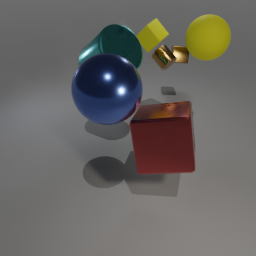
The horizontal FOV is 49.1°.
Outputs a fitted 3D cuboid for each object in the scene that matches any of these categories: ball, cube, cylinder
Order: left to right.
[{"bbox_3d":[-0.409,-0.757,5.535,1.400,1.400,1.400,0,32,0],"label":"ball"},{"bbox_3d":[-0.523,-2.028,8.097,1.400,1.400,1.400,-25,4,-34],"label":"cylinder"},{"bbox_3d":[0.829,-3.186,9.663,0.700,0.700,0.700,-31,13,50],"label":"cube"},{"bbox_3d":[1.382,-2.691,10.726,0.700,0.700,0.700,-32,79,-41],"label":"cylinder"},{"bbox_3d":[0.937,0.214,7.081,1.400,1.400,1.400,-4,19,15],"label":"cube"},{"bbox_3d":[2.265,-3.219,12.258,0.700,0.700,0.700,4,16,0],"label":"cube"},{"bbox_3d":[2.546,-2.881,8.964,1.400,1.400,1.400,0,32,0],"label":"ball"}]
